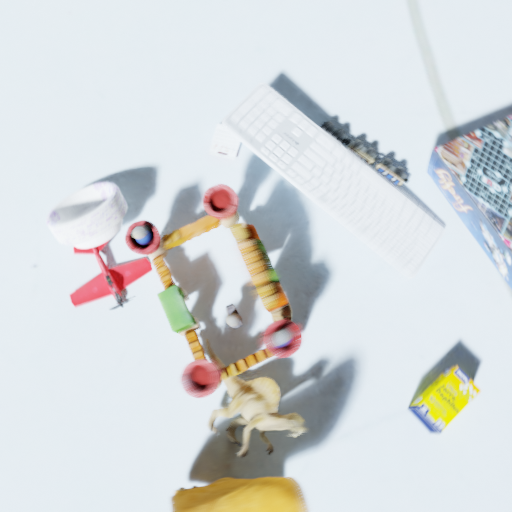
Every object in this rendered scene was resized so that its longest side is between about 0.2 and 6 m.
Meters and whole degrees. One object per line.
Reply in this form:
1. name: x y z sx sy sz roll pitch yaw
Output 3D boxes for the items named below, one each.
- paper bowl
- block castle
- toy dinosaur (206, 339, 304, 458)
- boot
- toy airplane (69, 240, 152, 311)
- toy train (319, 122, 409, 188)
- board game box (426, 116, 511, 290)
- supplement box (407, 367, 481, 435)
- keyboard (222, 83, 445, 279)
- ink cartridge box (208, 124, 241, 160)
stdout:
1. paper bowl: -3.215 -0.718 10.867 1.502 0.781 1.502 -15 33 10
2. block castle: -0.728 0.595 10.026 2.245 1.576 3.360 -25 75 0
3. toy dinosaur: -0.207 2.714 10.140 2.668 0.777 1.349 31 82 38
4. boot: -0.363 4.005 8.718 1.873 2.616 0.920 -3 77 -18
5. toy airplane: -2.972 0.256 11.056 1.731 0.318 1.731 1 73 -2
6. toy train: 2.194 -2.056 11.662 2.175 0.371 0.498 35 90 8
7. board game box: 5.888 -0.688 10.588 3.198 0.817 4.721 -23 64 -7
8. supplement box: 3.423 2.635 10.221 1.120 0.613 0.609 -41 78 -11
9. keyboard: 1.552 -1.542 11.083 4.806 0.256 1.353 40 74 2
10. ink cartridge box: -0.639 -2.408 11.906 0.594 0.209 0.731 14 82 4
